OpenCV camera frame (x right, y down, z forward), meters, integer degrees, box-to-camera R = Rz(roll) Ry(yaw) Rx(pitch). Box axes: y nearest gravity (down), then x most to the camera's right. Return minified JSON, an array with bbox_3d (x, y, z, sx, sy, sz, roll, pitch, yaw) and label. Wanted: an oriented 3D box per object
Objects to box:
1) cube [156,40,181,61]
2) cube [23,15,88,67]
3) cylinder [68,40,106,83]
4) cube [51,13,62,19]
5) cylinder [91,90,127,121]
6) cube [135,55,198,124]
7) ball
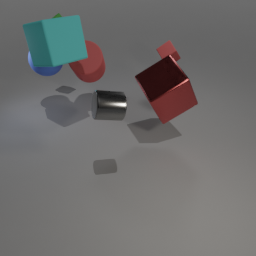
[{"bbox_3d":[1.809,-3.306,12.479,0.700,0.700,0.700,-32,62,15],"label":"cube"},{"bbox_3d":[-2.425,-2.900,9.408,1.400,1.400,1.400,-27,27,-38],"label":"cube"},{"bbox_3d":[-1.689,-2.732,11.701,1.400,1.400,1.400,0,-4,0],"label":"cylinder"},{"bbox_3d":[-3.001,-4.236,11.764,0.700,0.700,0.700,2,52,52],"label":"cube"},{"bbox_3d":[-0.460,-0.532,6.656,0.700,0.700,0.700,2,29,-19],"label":"cylinder"},{"bbox_3d":[1.299,-1.281,9.464,1.400,1.400,1.400,-31,52,7],"label":"cube"},{"bbox_3d":[-3.357,-2.840,11.494,1.400,1.400,1.400,0,31,0],"label":"ball"}]
